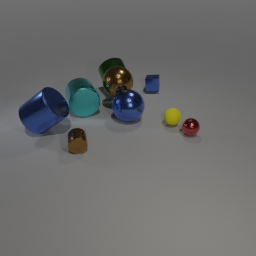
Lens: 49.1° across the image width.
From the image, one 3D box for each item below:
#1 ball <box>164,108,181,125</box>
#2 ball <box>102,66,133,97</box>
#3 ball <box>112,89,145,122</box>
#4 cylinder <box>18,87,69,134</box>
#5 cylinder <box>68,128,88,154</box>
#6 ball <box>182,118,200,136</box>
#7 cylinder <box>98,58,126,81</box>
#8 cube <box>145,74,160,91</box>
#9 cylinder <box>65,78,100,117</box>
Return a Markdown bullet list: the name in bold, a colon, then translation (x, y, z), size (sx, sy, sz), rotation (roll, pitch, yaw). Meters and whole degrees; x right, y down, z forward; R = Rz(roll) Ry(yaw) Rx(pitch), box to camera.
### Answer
- **ball**: translation (1.861, -0.475, 11.705), size (0.700, 0.700, 0.700), rotation (0, 30, 0)
- **ball**: translation (-0.457, -2.096, 12.710), size (1.400, 1.400, 1.400), rotation (0, 30, 0)
- **ball**: translation (0.014, -0.955, 12.036), size (1.400, 1.400, 1.400), rotation (0, 30, 0)
- **cylinder**: translation (-3.283, -0.670, 11.000), size (1.400, 1.400, 1.400), rotation (-31, 22, 22)
- **cylinder**: translation (-1.843, 0.468, 10.198), size (0.700, 0.700, 0.700), rotation (-5, 35, -9)
- **ball**: translation (2.484, -0.044, 11.067), size (0.700, 0.700, 0.700), rotation (0, 30, 0)
- **cylinder**: translation (-0.654, -2.631, 14.409), size (1.400, 1.400, 1.400), rotation (-13, 65, -22)
- **cube**: translation (1.308, -2.392, 14.858), size (0.700, 0.700, 0.700), rotation (0, 28, 12)
- **cylinder**: translation (-2.091, -1.415, 12.792), size (1.400, 1.400, 1.400), rotation (-9, 31, -16)
